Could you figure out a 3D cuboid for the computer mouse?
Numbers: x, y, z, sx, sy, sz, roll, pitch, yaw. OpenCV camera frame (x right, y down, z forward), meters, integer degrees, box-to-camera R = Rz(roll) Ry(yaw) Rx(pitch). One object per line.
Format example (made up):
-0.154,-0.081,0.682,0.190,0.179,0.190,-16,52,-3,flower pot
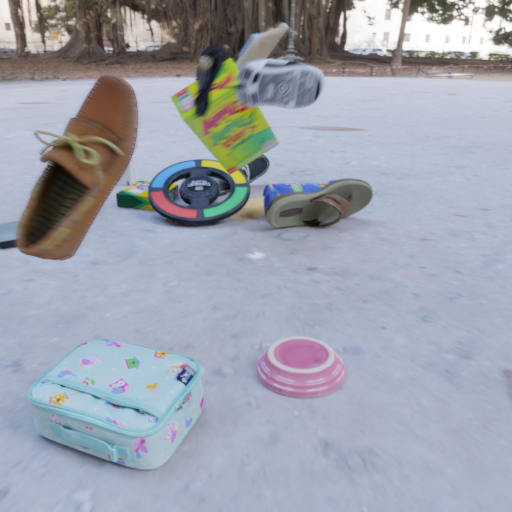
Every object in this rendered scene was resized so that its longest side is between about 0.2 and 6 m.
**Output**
0.046,-2.758,8.974,2.105,1.154,0.462,-2,42,-14,computer mouse

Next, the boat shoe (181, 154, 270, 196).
-0.648,-2.093,14.822,2.623,0.992,0.791,-25,30,-23,boat shoe

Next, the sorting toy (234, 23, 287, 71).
-0.358,-3.792,11.639,0.340,2.307,1.705,42,40,-3,sorting toy

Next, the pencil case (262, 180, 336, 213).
1.121,-1.365,13.133,2.015,0.786,0.875,-6,51,-16,pencil case

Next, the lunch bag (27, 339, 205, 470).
-1.512,1.590,6.229,1.755,0.676,1.407,9,24,20,lunch bag

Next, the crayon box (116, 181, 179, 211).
-2.710,-1.537,14.107,1.126,0.381,1.306,6,23,13,crayon box

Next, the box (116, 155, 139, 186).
-3.772,-2.417,15.708,0.785,0.781,0.513,5,23,12,box

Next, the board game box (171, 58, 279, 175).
-0.533,-2.703,11.361,1.323,0.620,2.605,-30,-21,7,board game box

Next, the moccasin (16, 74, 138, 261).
-2.254,-1.108,6.948,0.903,2.468,0.953,34,5,10,moccasin

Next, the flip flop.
1.452,-1.022,12.251,2.566,1.041,0.739,-12,42,-22,flip flop

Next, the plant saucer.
0.575,1.379,7.243,1.146,0.291,1.146,0,22,0,plant saucer

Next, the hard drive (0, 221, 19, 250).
-5.044,-0.468,11.798,0.816,0.192,1.170,-13,26,-28,hard drive

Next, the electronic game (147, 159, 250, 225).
-1.335,-1.549,13.160,2.404,0.500,2.404,1,43,-1,electronic game
